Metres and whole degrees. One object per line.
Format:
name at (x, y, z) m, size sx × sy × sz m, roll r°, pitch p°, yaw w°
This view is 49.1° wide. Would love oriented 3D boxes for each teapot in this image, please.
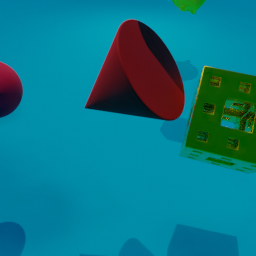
teapot at (1.953, -4.364, 9.210) m, size 1.248 × 0.983 × 2.007 m, roll 24°, pitch 4°, yaw 30°

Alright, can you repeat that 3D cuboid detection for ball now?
ball at (-2.117, -0.595, 4.356) m, size 0.905 × 0.905 × 0.905 m, roll 0°, pitch 41°, yaw 0°

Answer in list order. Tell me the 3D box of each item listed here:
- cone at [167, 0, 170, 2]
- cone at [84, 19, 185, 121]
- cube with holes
cone at (0.739, -2.254, 3.581) m, size 0.880 × 0.876 × 0.876 m, roll -24°, pitch 38°, yaw 15°
cone at (-0.158, -0.524, 3.902) m, size 1.366 × 1.360 × 1.360 m, roll -23°, pitch 27°, yaw 37°
cube with holes at (1.458, -0.053, 4.059) m, size 1.121 × 1.121 × 1.121 m, roll 14°, pitch 80°, yaw 9°
